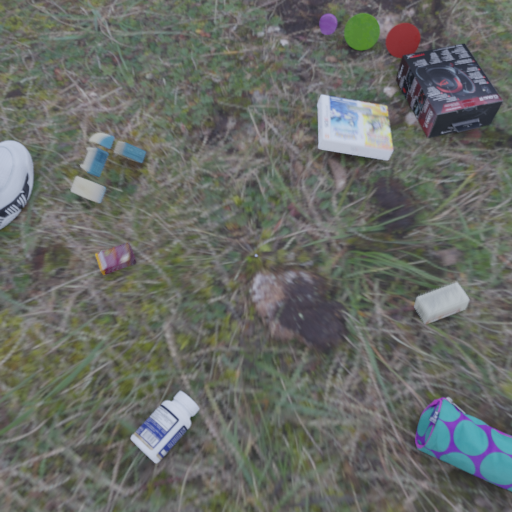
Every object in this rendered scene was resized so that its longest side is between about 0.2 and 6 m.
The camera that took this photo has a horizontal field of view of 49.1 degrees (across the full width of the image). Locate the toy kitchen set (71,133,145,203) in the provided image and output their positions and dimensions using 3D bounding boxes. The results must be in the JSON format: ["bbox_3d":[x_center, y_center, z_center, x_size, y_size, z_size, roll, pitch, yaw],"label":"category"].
[{"bbox_3d":[-2.923,-1.704,11.465,0.797,1.084,1.353,24,93,43],"label":"toy kitchen set"}]

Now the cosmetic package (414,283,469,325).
[{"bbox_3d":[3.349,0.862,10.138,0.835,0.364,0.431,-18,54,-8],"label":"cosmetic package"}]

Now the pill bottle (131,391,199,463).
[{"bbox_3d":[-1.435,2.721,9.004,0.591,0.591,1.064,37,66,19],"label":"pill bottle"}]

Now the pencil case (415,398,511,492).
[{"bbox_3d":[3.597,2.978,8.689,2.061,0.877,0.953,23,80,12],"label":"pencil case"}]

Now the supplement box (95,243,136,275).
[{"bbox_3d":[-2.670,0.055,10.673,0.669,0.287,0.369,-20,73,-11],"label":"supplement box"}]

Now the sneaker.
[{"bbox_3d":[-5.578,-1.157,10.354,1.358,2.078,3.615,20,62,11],"label":"sneaker"}]

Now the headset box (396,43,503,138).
[{"bbox_3d":[4.298,-3.627,12.506,1.575,0.795,2.119,-14,61,-8],"label":"headset box"}]

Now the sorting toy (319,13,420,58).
[{"bbox_3d":[2.791,-5.572,13.785,2.460,0.853,0.847,14,38,5],"label":"sorting toy"}]

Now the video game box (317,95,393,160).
[{"bbox_3d":[2.102,-2.775,12.048,1.550,0.363,1.412,7,57,-7],"label":"video game box"}]
